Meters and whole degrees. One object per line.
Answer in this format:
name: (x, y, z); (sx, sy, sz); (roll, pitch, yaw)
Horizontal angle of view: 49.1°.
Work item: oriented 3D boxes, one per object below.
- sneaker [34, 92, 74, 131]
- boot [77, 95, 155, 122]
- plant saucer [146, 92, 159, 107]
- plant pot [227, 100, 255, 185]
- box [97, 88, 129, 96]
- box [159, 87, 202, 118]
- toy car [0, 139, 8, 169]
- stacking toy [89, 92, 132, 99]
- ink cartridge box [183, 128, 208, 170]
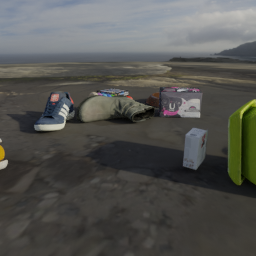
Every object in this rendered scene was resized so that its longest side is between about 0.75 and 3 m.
sneaker: (-2.846, -0.739, 10.816); (1.081, 1.218, 2.883); (1, 17, 2)
boot: (-0.394, -0.709, 11.289); (2.967, 1.005, 1.938); (-18, 30, -42)
plant saucer: (2.226, -1.513, 14.645); (2.551, 0.439, 2.551); (1, 17, 0)
plant pot: (3.317, 0.300, 6.297); (1.793, 1.966, 1.976); (4, 17, 34)
box: (-0.909, -2.088, 16.763); (1.408, 0.350, 1.397); (13, 22, 36)
box: (2.226, -1.106, 12.130); (1.742, 1.151, 0.999); (2, 21, 5)
toy car: (-3.415, 0.668, 6.729); (0.708, 0.826, 0.944); (-15, 1, 1)
stacking toy: (-0.713, -1.159, 13.084); (2.235, 0.954, 0.954); (-2, 15, -34)
ink cartridge box: (1.732, 0.489, 7.143); (0.369, 0.880, 0.773); (13, 25, 29)
